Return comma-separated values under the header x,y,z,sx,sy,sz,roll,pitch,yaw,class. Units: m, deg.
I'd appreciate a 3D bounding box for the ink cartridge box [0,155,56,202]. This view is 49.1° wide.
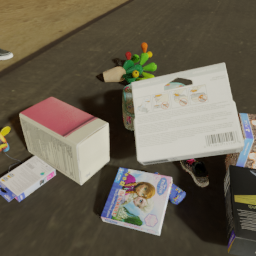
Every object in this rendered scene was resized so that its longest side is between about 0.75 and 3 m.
x,y,z,sx,sy,sz,roll,pitch,yaw,class
-2.481,1.238,6.718,0.770,0.271,1.290,27,43,28,ink cartridge box

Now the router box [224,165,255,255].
x,y,z,sx,sy,sz,roll,pitch,yaw,class
3.076,1.682,5.376,2.249,0.587,1.769,8,39,10,router box

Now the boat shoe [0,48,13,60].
x,y,z,sx,sy,sz,roll,pitch,yaw,class
-5.956,-3.358,12.353,1.738,0.492,0.597,6,39,8,boat shoe

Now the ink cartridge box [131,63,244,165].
x,y,z,sx,sy,sz,roll,pitch,yaw,class
1.216,-0.286,6.228,2.207,0.481,1.916,-10,70,14,ink cartridge box

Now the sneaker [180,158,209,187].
x,y,z,sx,sy,sz,roll,pitch,yaw,class
1.661,0.938,6.935,0.390,0.463,1.058,-13,40,-16,sneaker

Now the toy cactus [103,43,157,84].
x,y,z,sx,sy,sz,roll,pitch,yaw,class
0.081,-2.182,10.509,2.050,1.270,2.484,-13,48,0,toy cactus

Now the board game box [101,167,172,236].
x,y,z,sx,sy,sz,roll,pitch,yaw,class
0.217,1.531,6.060,1.255,0.259,1.258,7,51,17,board game box

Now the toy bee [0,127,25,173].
x,y,z,sx,sy,sz,roll,pitch,yaw,class
-3.444,0.331,7.308,1.798,0.977,1.177,9,38,11,toy bee

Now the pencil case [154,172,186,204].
x,y,z,sx,sy,sz,roll,pitch,yaw,class
0.873,1.393,6.448,0.900,0.351,0.391,32,72,33,pencil case

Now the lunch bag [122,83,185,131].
x,y,z,sx,sy,sz,roll,pitch,yaw,class
0.952,-0.651,8.625,2.246,0.866,1.801,-1,38,-1,lunch bag

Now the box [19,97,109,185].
x,y,z,sx,sy,sz,roll,pitch,yaw,class
-1.578,0.255,7.108,2.033,1.300,1.108,25,42,27,box

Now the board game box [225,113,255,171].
x,y,z,sx,sy,sz,roll,pitch,yaw,class
3.425,0.621,6.459,1.935,1.543,0.937,6,39,8,board game box
